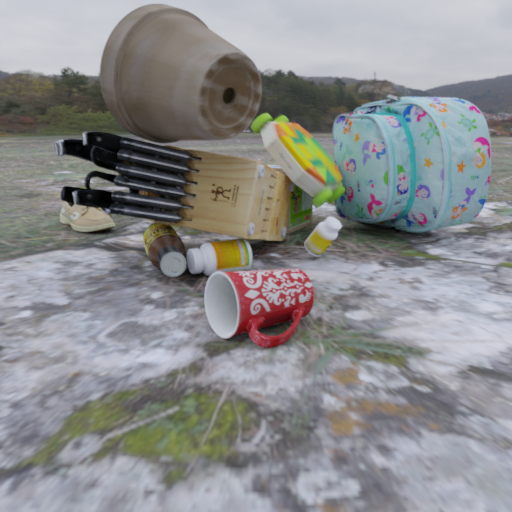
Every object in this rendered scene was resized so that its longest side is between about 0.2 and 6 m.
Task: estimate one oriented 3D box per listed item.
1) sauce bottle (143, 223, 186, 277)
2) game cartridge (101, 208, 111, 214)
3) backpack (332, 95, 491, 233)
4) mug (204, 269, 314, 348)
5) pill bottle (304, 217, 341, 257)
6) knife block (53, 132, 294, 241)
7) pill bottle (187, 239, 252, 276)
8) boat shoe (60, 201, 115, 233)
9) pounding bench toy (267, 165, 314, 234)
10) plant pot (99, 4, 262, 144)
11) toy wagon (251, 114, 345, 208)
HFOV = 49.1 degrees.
[{"bbox_3d":[-1.610,-0.116,10.020,0.693,0.693,2.143,-5,14,-17],"label":"sauce bottle"},{"bbox_3d":[-3.917,-1.294,15.246,0.551,0.169,0.828,-14,21,-32],"label":"game cartridge"},{"bbox_3d":[3.332,-1.994,12.359,2.587,3.051,3.437,-11,16,-27],"label":"backpack"},{"bbox_3d":[0.107,0.698,7.410,1.277,1.134,0.852,-6,-20,-35],"label":"mug"},{"bbox_3d":[1.248,-0.367,10.411,0.413,0.743,0.413,20,40,-18],"label":"pill bottle"},{"bbox_3d":[-1.494,-1.274,10.535,3.700,1.349,4.215,12,4,15],"label":"knife block"},{"bbox_3d":[-0.644,0.038,9.698,1.036,0.575,0.575,-7,17,-25],"label":"pill bottle"},{"bbox_3d":[-4.058,-1.018,13.251,0.764,0.688,2.119,-13,20,-39],"label":"boat shoe"},{"bbox_3d":[0.467,-1.524,13.715,1.780,1.418,2.283,8,18,29],"label":"pounding bench toy"},{"bbox_3d":[-0.994,-2.648,8.628,2.153,2.153,1.868,-14,31,-42],"label":"plant pot"},{"bbox_3d":[1.080,-2.123,12.118,0.556,2.182,2.812,-41,-7,26],"label":"toy wagon"}]
